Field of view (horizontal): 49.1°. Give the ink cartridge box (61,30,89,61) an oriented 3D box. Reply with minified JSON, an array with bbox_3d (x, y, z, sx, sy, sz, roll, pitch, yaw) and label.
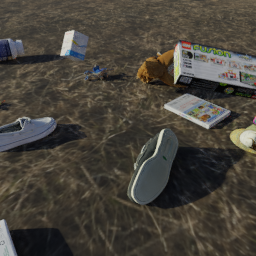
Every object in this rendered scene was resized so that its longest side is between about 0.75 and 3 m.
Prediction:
[{"bbox_3d":[-2.250,-3.458,11.823,0.751,1.038,0.764,11,2,-42],"label":"ink cartridge box"}]

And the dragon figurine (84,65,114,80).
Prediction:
[{"bbox_3d":[-1.542,-2.993,14.961,0.906,0.536,1.822,21,40,28],"label":"dragon figurine"}]

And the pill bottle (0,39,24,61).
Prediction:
[{"bbox_3d":[-7.489,-4.717,16.927,2.180,1.210,1.210,-15,37,-20],"label":"pill bottle"}]

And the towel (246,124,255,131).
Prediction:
[{"bbox_3d":[4.487,0.287,10.145,0.657,0.162,0.885,-32,34,16],"label":"towel"}]

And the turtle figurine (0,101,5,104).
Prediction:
[{"bbox_3d":[-5.953,-1.075,12.316,0.932,0.300,0.751,-3,34,-5],"label":"turtle figurine"}]

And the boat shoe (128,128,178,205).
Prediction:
[{"bbox_3d":[0.684,1.197,8.610,0.974,1.035,2.882,-23,24,41],"label":"boat shoe"}]

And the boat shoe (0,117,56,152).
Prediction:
[{"bbox_3d":[-3.770,0.036,10.198,2.481,0.811,0.913,-29,43,-35],"label":"boat shoe"}]

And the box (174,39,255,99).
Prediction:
[{"bbox_3d":[3.096,-2.014,9.628,2.992,0.519,1.646,10,59,-8],"label":"box"}]

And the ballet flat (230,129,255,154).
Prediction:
[{"bbox_3d":[4.452,0.549,9.346,0.826,0.826,2.337,-24,42,-31],"label":"ballet flat"}]

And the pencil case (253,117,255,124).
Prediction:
[{"bbox_3d":[5.487,-0.007,9.889,1.958,0.865,0.865,36,46,22],"label":"pencil case"}]

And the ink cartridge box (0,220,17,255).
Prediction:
[{"bbox_3d":[-3.406,3.284,5.593,2.455,0.533,2.432,-18,38,-28],"label":"ink cartridge box"}]

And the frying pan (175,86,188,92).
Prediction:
[{"bbox_3d":[3.148,-2.177,13.955,1.143,0.307,1.889,11,48,23],"label":"frying pan"}]

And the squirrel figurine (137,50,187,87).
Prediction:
[{"bbox_3d":[1.685,-3.137,14.098,2.561,1.812,2.390,-7,24,-10],"label":"squirrel figurine"}]

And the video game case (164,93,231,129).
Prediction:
[{"bbox_3d":[2.942,-0.784,11.974,1.627,0.205,2.272,-27,42,-35],"label":"video game case"}]
